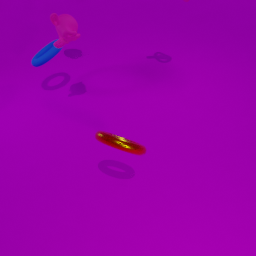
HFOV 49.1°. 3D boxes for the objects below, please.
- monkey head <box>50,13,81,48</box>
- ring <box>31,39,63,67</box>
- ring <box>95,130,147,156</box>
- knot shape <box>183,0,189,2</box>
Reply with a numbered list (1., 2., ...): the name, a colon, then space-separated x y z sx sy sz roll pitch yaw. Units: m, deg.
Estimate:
1. monkey head: -1.741 -2.628 7.554 0.847 0.710 1.178 -32 -3 15
2. ring: -2.692 -2.506 9.356 1.289 0.258 1.289 -26 33 19
3. ring: -0.142 0.295 5.525 1.068 0.214 1.068 19 0 0
4. knot shape: 1.783 -4.492 9.042 1.098 0.542 1.173 19 14 42
